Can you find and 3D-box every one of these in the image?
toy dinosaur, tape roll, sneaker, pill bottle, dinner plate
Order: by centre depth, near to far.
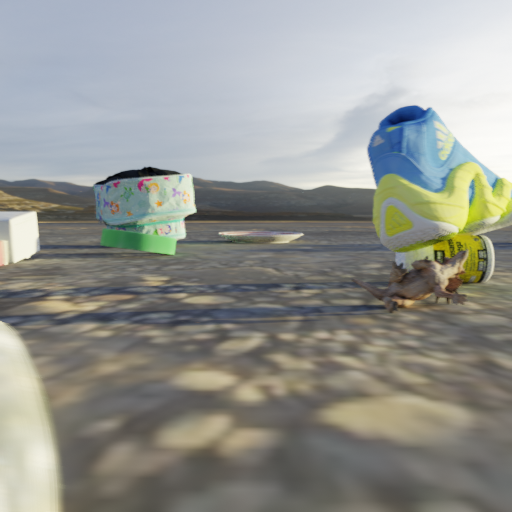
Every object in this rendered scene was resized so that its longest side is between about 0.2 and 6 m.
[{"bbox_3d":[1.197,0.223,4.201,0.911,0.391,0.618,-13,-6,10],"label":"toy dinosaur"},{"bbox_3d":[1.963,-0.858,5.592,0.989,1.372,2.613,-19,-5,39],"label":"sneaker"},{"bbox_3d":[1.884,0.033,5.658,0.869,0.488,0.488,0,4,0],"label":"pill bottle"},{"bbox_3d":[-1.948,-0.234,9.303,1.208,0.290,1.208,7,0,0],"label":"tape roll"},{"bbox_3d":[0.110,-0.449,13.554,2.045,0.248,2.045,-1,4,0],"label":"dinner plate"}]

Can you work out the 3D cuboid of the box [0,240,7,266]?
[{"bbox_3d":[-3.564,-0.028,7.396,0.294,0.345,0.540,0,4,7],"label":"box"}]

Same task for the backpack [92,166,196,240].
[{"bbox_3d":[-2.299,-1.060,11.687,2.005,1.700,2.259,-8,1,-25],"label":"backpack"}]

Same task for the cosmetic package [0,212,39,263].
[{"bbox_3d":[-4.113,-0.280,8.201,1.555,0.660,0.837,-1,13,2],"label":"cosmetic package"}]

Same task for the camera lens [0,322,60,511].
[{"bbox_3d":[-0.696,0.372,0.835,0.687,0.549,0.549,-3,5,-43],"label":"camera lens"}]
